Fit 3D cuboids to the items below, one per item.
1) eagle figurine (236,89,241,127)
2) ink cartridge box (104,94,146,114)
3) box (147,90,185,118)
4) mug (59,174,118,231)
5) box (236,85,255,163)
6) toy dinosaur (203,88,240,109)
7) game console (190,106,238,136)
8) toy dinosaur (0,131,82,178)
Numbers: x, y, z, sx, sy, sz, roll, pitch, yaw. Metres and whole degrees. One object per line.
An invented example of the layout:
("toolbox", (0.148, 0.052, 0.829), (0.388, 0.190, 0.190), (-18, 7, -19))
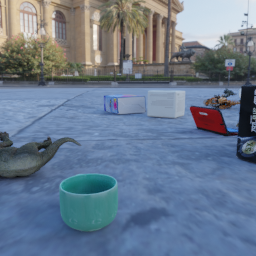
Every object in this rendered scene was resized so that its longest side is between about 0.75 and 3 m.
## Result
("eagle figurine", (4.294, -0.572, 8.421), (1.398, 1.406, 1.853), (2, 7, -15))
("ink cartridge box", (-0.262, -1.179, 13.423), (1.459, 0.816, 2.139), (-5, 9, -23))
("box", (1.618, -1.027, 11.721), (1.256, 1.081, 1.262), (5, 10, 29))
("mug", (-0.407, 0.804, 3.091), (0.621, 0.467, 0.756), (1, 9, 10))
("box", (3.044, -0.133, 5.566), (1.776, 1.454, 0.765), (-7, 13, -33))
("toy dinosaur", (5.045, -1.322, 14.759), (1.401, 1.054, 2.064), (-25, 42, -34))
("game console", (2.663, -0.252, 8.293), (0.808, 1.173, 1.361), (-31, 20, -16))
("toy dinosaur", (-1.811, 0.512, 4.595), (2.022, 0.778, 1.034), (6, 23, -6))
